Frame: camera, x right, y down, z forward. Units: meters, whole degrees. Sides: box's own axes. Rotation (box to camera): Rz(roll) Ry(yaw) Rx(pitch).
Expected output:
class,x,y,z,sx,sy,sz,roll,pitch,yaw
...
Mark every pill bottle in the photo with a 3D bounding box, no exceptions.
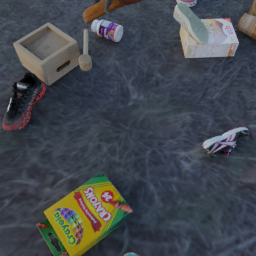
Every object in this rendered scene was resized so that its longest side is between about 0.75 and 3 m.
class,x,y,z,sx,sy,sz,roll,pitch,yaw
pill bottle,-0.830,-3.874,11.045,1.153,0.642,0.642,23,60,15

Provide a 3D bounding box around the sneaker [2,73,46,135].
class,x,y,z,sx,sy,sz,roll,pitch,yaw
sneaker,-3.382,-0.870,8.862,0.777,1.075,2.200,16,60,7

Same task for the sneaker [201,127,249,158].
class,x,y,z,sx,sy,sz,roll,pitch,yaw
sneaker,2.956,0.480,8.377,1.494,0.600,0.645,-20,76,-8

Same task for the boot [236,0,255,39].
class,x,y,z,sx,sy,sz,roll,pitch,yaw
boot,5.782,-4.397,11.177,1.995,0.986,2.570,31,62,18

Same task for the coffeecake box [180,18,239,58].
class,x,y,z,sx,sy,sz,roll,pitch,yaw
coffeecake box,3.058,-3.454,10.742,1.881,0.687,1.444,-2,57,-2

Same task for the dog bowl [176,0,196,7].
class,x,y,z,sx,sy,sz,roll,pitch,yaw
dog bowl,2.624,-5.765,12.447,0.897,0.331,0.897,0,58,0

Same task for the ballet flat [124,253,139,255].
class,x,y,z,sx,sy,sz,roll,pitch,yaw
ballet flat,0.540,3.620,6.218,0.713,0.603,1.886,-38,68,-26

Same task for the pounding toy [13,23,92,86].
class,x,y,z,sx,sy,sz,roll,pitch,yaw
pounding toy,-2.210,-2.517,9.860,2.517,1.152,2.211,37,64,21

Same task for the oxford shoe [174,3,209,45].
class,x,y,z,sx,sy,sz,roll,pitch,yaw
oxford shoe,2.298,-3.742,10.247,0.692,0.531,1.839,-28,77,-25

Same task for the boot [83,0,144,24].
class,x,y,z,sx,sy,sz,roll,pitch,yaw
boot,0.245,-3.456,7.158,2.345,0.803,2.208,-7,36,47

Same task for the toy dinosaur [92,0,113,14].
class,x,y,z,sx,sy,sz,roll,pitch,yaw
toy dinosaur,-0.527,-3.191,6.274,0.753,0.566,1.472,-19,55,4

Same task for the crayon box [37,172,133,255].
class,x,y,z,sx,sy,sz,roll,pitch,yaw
crayon box,-1.125,2.290,7.133,2.154,0.547,1.368,-34,63,-19
